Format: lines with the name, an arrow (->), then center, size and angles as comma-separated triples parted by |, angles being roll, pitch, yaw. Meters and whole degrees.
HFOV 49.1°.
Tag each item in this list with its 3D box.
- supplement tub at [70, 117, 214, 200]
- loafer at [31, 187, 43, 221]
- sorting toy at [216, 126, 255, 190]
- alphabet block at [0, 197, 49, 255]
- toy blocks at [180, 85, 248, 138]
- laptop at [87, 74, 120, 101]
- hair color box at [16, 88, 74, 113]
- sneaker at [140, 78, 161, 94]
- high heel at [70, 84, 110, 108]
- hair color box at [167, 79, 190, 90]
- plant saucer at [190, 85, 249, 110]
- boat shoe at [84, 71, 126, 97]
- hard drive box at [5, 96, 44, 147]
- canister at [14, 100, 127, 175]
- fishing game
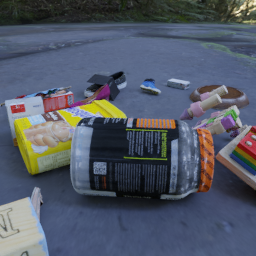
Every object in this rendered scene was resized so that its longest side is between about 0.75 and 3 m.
supplement tub -> 0.316, 0.681, 6.426 | 2.959, 1.812, 1.812 | 3, 26, 4
loafer -> -1.993, 1.701, 6.075 | 0.308, 0.352, 0.979 | 13, 30, -12
sorting toy -> 3.525, 0.739, 6.714 | 2.033, 0.708, 2.021 | 41, 43, 23
alphabet block -> -1.972, 1.996, 4.511 | 1.138, 1.111, 1.117 | -13, 27, -28
toy blocks -> 2.515, 0.048, 8.572 | 1.722, 2.046, 1.912 | -30, 2, 30
laptop -> -1.093, -1.889, 12.829 | 0.737, 1.271, 1.191 | -20, 21, 24
hair color box -> -3.358, -1.085, 11.458 | 2.028, 0.621, 1.029 | -17, 30, -34
sneaker -> 1.167, -2.031, 13.307 | 1.156, 0.444, 0.643 | 23, 78, 40
high heel -> -1.587, -1.287, 11.583 | 1.821, 0.875, 0.614 | -18, 31, -33
hair color box -> 2.556, -2.234, 14.215 | 1.019, 0.309, 0.505 | 18, 31, 35
plant saucer -> 4.085, -1.463, 12.529 | 2.578, 0.413, 2.578 | 0, 25, 0
boat shoe -> -1.069, -2.120, 13.445 | 0.923, 0.762, 2.690 | 18, 31, 33
hard drive box -> -3.156, -0.213, 8.769 | 1.074, 1.379, 0.529 | -11, 28, -19
canister -> -1.653, 0.176, 8.179 | 2.851, 1.234, 2.118 | -15, 29, -25
fishing game -> -3.252, -1.056, 9.954 | 1.748, 0.379, 2.441 | -13, 9, 26
